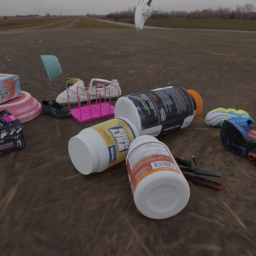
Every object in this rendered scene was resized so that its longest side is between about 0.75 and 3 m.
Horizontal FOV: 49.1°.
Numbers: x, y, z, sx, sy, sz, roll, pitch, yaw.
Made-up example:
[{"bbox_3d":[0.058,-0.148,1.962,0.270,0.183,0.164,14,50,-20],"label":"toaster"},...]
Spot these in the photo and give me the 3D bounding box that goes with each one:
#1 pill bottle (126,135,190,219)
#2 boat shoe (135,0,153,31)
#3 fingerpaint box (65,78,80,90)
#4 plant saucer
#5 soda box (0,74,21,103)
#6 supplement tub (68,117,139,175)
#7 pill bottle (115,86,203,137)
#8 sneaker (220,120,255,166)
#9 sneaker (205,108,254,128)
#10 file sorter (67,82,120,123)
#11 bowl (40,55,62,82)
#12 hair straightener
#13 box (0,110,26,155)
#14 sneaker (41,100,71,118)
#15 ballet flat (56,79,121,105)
[{"bbox_3d":[0.569,0.985,6.446,1.151,1.151,2.053,-3,24,-7],"label":"pill bottle"},{"bbox_3d":[0.694,-4.793,11.491,0.602,1.736,0.615,8,-13,17],"label":"boat shoe"},{"bbox_3d":[-2.570,-1.922,13.223,0.678,0.812,0.298,11,28,21],"label":"fingerpaint box"},{"bbox_3d":[-4.890,-0.861,11.034,2.801,0.710,2.801,0,25,0],"label":"plant saucer"},{"bbox_3d":[-5.084,-1.264,10.060,0.901,0.837,2.634,9,25,19],"label":"soda box"},{"bbox_3d":[-0.624,0.463,7.505,1.193,1.193,1.649,22,32,40],"label":"supplement tub"},{"bbox_3d":[1.128,-0.554,9.340,2.886,1.533,1.533,-15,28,-29],"label":"pill bottle"},{"bbox_3d":[3.609,0.453,8.184,0.895,0.859,2.282,-5,33,-28],"label":"sneaker"},{"bbox_3d":[3.634,-0.286,9.817,1.745,0.661,0.916,-7,26,-17],"label":"sneaker"},{"bbox_3d":[-1.352,-1.084,11.009,1.789,1.122,1.243,-15,29,-30],"label":"file sorter"},{"bbox_3d":[-2.148,-1.745,7.952,0.404,0.772,0.772,-23,30,-12],"label":"bowl"},{"bbox_3d":[1.579,0.974,7.064,1.721,0.662,0.352,14,14,33],"label":"hair straightener"},{"bbox_3d":[-3.944,0.124,8.672,0.994,0.863,1.504,-20,30,-34],"label":"box"},{"bbox_3d":[-2.841,-0.744,10.909,1.362,0.540,0.514,10,38,22],"label":"sneaker"},{"bbox_3d":[-1.766,-1.724,12.627,2.978,1.069,1.069,-9,26,-18],"label":"ballet flat"}]
